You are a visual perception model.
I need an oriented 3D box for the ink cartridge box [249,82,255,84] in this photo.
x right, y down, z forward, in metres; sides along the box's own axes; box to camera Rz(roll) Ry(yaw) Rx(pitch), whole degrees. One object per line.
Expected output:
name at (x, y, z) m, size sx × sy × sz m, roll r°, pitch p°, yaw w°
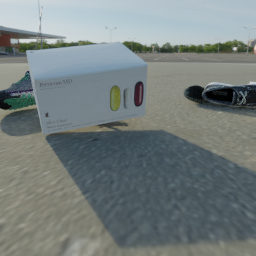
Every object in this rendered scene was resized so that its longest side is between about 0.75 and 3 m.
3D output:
ink cartridge box at (6.473, -1.682, 12.537) m, size 1.672 × 0.588 × 2.802 m, roll 4°, pitch 13°, yaw 16°

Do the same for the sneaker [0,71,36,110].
sneaker at (-3.699, -1.406, 9.880) m, size 1.036 × 1.219 × 2.785 m, roll -30°, pitch -3°, yaw 24°

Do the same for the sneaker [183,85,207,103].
sneaker at (3.006, -1.333, 11.407) m, size 1.844 × 0.695 × 0.731 m, roll 2°, pitch 3°, yaw -20°

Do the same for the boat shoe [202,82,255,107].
boat shoe at (4.000, -1.172, 10.132) m, size 2.575 × 0.924 × 0.873 m, roll 12°, pitch 28°, yaw 25°

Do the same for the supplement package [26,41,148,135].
supplement package at (-1.157, -1.232, 7.682) m, size 2.776 × 1.539 × 2.162 m, roll -12°, pitch 35°, yaw -18°
